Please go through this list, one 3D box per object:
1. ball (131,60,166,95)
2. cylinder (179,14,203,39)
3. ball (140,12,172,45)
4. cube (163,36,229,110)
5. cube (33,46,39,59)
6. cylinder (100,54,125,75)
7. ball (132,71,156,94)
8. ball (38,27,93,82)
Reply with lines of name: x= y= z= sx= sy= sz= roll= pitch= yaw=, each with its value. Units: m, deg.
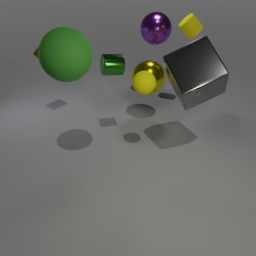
ball: x=0.837 y=-2.028 z=11.357 sx=1.400 sy=1.400 sz=1.400 roll=0 pitch=29 yaw=0
cylinder: x=2.504 y=-4.039 z=11.146 sx=0.700 sy=0.700 sz=0.700 roll=-41 pitch=21 yaw=20
ball: x=1.249 y=-4.444 z=12.528 sx=1.400 sy=1.400 sz=1.400 roll=0 pitch=29 yaw=0
cube: x=2.036 y=-1.603 z=8.490 sx=1.400 sy=1.400 sz=1.400 roll=-25 pitch=70 yaw=7
cube: x=-3.191 y=-2.895 z=11.166 sx=0.700 sy=0.700 sz=0.700 roll=39 pitch=0 yaw=14
cylinder: x=-0.524 y=-2.113 z=9.356 sx=0.700 sy=0.700 sz=0.700 roll=-3 pitch=29 yaw=-17
ball: x=0.483 y=-1.357 z=8.392 sx=0.700 sy=0.700 sz=0.700 roll=0 pitch=29 yaw=0
ball: x=-1.628 y=-1.916 z=7.359 sx=1.400 sy=1.400 sz=1.400 roll=0 pitch=29 yaw=0
